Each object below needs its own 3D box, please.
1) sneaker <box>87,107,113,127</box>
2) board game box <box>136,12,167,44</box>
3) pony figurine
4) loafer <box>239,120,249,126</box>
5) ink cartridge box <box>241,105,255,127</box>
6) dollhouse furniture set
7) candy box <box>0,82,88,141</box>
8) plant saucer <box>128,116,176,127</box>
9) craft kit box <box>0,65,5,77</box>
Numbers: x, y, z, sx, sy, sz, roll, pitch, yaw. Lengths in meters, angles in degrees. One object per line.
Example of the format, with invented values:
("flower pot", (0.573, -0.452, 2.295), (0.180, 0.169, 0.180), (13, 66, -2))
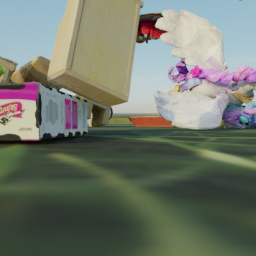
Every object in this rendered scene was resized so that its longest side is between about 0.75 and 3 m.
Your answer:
("sneaker", (-1.223, -0.510, 9.092), (2.457, 0.953, 1.376), (1, 3, 36))
("board game box", (0.651, -3.005, 8.977), (2.047, 0.504, 2.591), (-3, 4, 14))
("pony figurine", (1.571, -0.795, 5.479), (2.587, 2.231, 2.680), (9, -16, -10))
("loafer", (4.579, -0.370, 9.545), (1.831, 0.643, 0.622), (0, 1, -14))
("ink cartridge box", (3.967, -0.274, 6.844), (2.741, 0.575, 1.635), (4, 2, 24))
("dollhouse furniture set", (-0.715, -0.720, 2.886), (1.489, 1.055, 1.621), (21, -20, -40))
("candy box", (-0.814, -0.092, 2.149), (0.781, 0.349, 1.145), (0, 1, 6))
("plant saucer", (1.228, -0.198, 8.922), (1.819, 0.334, 1.815), (0, 1, 43))
("craft kit box", (-1.390, -0.239, 1.834), (0.861, 0.211, 0.871), (-35, -2, 5))
